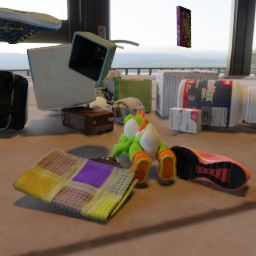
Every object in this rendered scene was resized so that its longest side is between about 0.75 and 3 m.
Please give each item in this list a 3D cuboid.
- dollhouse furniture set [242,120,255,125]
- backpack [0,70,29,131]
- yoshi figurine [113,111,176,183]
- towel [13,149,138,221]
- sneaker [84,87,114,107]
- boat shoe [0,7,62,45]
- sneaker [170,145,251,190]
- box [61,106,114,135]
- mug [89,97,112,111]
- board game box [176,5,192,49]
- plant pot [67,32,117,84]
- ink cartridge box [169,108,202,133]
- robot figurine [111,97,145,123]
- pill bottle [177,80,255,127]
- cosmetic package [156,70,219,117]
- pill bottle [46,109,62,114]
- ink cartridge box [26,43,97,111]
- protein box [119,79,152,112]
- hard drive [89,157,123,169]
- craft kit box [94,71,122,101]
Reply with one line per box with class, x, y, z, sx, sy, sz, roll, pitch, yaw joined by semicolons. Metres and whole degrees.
dollhouse furniture set;6.051;-0.588;10.885;1.444;1.091;2.684;-9;16;-32
backpack;-4.982;-0.970;10.312;2.502;2.200;1.918;2;-2;5
yoshi figurine;0.327;0.542;6.998;1.326;1.331;2.368;-38;29;9
towel;-0.980;1.004;5.379;2.037;0.232;1.463;15;28;20
sneaker;-1.592;-1.720;15.416;1.787;1.096;2.747;-11;5;-9
boat shoe;-3.700;-3.648;10.340;2.579;1.171;0.913;12;33;4
sneaker;1.762;0.880;6.228;1.907;0.703;0.827;17;8;39
box;-1.555;-0.332;10.618;1.022;0.765;2.042;-12;17;-41
mug;-1.277;-0.948;13.036;1.073;0.792;0.940;3;21;0
board game box;1.962;-3.510;9.799;0.806;1.343;0.217;-8;9;-43
plant pot;-0.894;-2.071;7.970;1.084;1.081;1.104;28;30;10
ink cartridge box;2.109;-0.301;10.332;1.103;0.798;0.465;9;17;35
robot figurine;0.001;-0.786;11.952;1.439;0.958;1.696;4;14;33
pill bottle;3.545;-0.975;10.939;2.994;1.790;1.790;4;14;18
cosmetic package;2.708;-1.699;13.365;2.488;2.053;2.051;-1;14;-3
pill bottle;-3.287;-1.812;13.217;1.284;2.246;1.284;-1;7;0
ink cartridge box;-2.620;-1.889;11.170;2.139;2.149;2.929;-10;5;-13
protein box;0.407;-1.689;14.280;1.617;1.605;1.091;1;14;5
hard drive;-0.882;0.984;6.225;1.463;0.277;1.022;-4;14;-18
craft kit box;-1.523;-2.438;16.521;2.375;0.583;2.404;3;-29;-1
